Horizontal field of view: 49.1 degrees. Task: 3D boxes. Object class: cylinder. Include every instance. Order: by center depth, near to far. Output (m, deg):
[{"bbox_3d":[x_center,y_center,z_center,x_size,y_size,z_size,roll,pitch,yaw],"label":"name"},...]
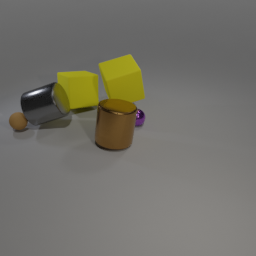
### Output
[{"bbox_3d":[-0.443,-0.165,10.019,1.400,1.400,1.400,7,25,-3],"label":"cylinder"},{"bbox_3d":[-3.225,-0.939,11.038,1.400,1.400,1.400,-16,28,12],"label":"cylinder"}]

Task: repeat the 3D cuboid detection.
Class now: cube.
[{"bbox_3d":[-0.252,-1.898,11.341,1.400,1.400,1.400,-18,43,-5],"label":"cube"},{"bbox_3d":[-2.250,-1.752,12.594,1.400,1.400,1.400,-11,22,-31],"label":"cube"}]

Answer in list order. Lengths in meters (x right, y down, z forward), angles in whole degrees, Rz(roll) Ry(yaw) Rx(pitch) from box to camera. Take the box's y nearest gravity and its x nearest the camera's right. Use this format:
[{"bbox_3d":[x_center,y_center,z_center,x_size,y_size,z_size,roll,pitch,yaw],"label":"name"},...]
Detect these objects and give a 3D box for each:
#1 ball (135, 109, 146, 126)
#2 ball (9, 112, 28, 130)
[{"bbox_3d":[0.362,-0.432,11.366,0.700,0.700,0.700,0,30,0],"label":"ball"},{"bbox_3d":[-4.288,-0.272,10.972,0.700,0.700,0.700,0,30,0],"label":"ball"}]
